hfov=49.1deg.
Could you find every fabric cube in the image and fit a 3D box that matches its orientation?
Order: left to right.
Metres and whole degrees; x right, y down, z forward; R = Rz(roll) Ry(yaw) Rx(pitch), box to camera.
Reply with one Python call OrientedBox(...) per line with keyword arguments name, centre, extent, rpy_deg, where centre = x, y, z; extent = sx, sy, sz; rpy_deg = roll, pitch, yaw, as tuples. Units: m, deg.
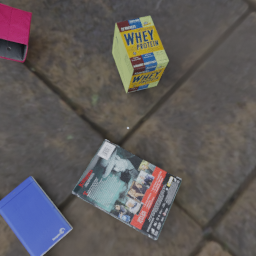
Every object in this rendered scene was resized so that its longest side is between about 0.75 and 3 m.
OrientedBox(name="fabric cube", centre=(-3.475, -2.747, 8.166), extent=(1.107, 1.086, 1.104), rpy_deg=(9, 70, -25))

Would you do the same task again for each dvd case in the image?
OrientedBox(name="dvd case", centre=(0.020, 1.484, 7.102), extent=(2.312, 0.254, 1.688), rpy_deg=(28, 60, 4))

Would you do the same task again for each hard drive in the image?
OrientedBox(name="hard drive", centre=(-2.482, 2.345, 7.373), extent=(1.183, 0.227, 1.793), rpy_deg=(-41, 79, -9))

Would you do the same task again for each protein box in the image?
OrientedBox(name="protein box", centre=(0.280, -2.024, 7.918), extent=(0.999, 1.481, 1.470), rpy_deg=(-16, 76, -11))
